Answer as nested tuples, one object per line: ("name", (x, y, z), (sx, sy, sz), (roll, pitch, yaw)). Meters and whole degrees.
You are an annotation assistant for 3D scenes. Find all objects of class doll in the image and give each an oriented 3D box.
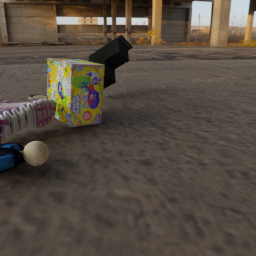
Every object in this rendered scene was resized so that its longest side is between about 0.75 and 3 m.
("doll", (-3.005, 0.630, 5.740), (2.673, 0.648, 1.824), (-2, 9, -12))

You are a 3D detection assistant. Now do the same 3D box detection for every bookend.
("bookend", (-0.722, -2.646, 11.930), (1.881, 0.867, 1.870), (-26, 51, 27))

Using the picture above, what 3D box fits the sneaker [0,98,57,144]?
("sneaker", (-3.098, -0.400, 7.809), (1.042, 0.948, 2.357), (30, 36, 28))

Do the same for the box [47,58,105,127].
("box", (-1.718, -1.190, 8.918), (1.127, 1.847, 1.779), (-8, 22, -36))

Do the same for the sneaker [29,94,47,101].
("sneaker", (-2.960, -0.856, 9.442), (0.370, 0.491, 1.050), (1, 0, 13))
